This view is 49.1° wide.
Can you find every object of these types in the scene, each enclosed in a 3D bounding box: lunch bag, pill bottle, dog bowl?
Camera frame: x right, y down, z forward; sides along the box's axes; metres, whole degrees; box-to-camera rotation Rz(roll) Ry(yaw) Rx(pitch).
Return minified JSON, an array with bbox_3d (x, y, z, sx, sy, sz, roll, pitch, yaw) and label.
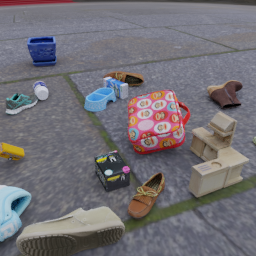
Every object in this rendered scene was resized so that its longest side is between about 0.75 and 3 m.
[{"bbox_3d":[1.184,-0.355,10.621,2.317,1.078,2.631,-14,41,14],"label":"lunch bag"},{"bbox_3d":[-4.447,-1.906,14.324,0.666,0.666,1.151,-12,35,-19],"label":"pill bottle"},{"bbox_3d":[-1.348,-1.450,13.756,1.088,0.484,1.952,15,34,24],"label":"dog bowl"}]

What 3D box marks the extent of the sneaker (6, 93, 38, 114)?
[{"bbox_3d":[-4.997,-1.320,13.212,0.696,0.818,1.794,15,34,23],"label":"sneaker"}]

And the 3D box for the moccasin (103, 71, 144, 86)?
[{"bbox_3d":[-0.246,-2.647,15.501,2.263,0.828,0.873,6,22,-8],"label":"moccasin"}]

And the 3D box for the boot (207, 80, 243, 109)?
[{"bbox_3d":[5.149,-1.594,13.958,2.101,0.760,1.748,-10,42,-14],"label":"boot"}]

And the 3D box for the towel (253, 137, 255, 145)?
[{"bbox_3d":[5.321,0.711,10.444,0.944,0.232,1.273,0,31,-2],"label":"towel"}]

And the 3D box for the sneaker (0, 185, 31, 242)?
[{"bbox_3d":[-3.320,2.420,6.838,1.181,1.066,2.883,0,32,9],"label":"sneaker"}]

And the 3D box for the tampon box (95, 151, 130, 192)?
[{"bbox_3d":[-0.518,1.361,8.946,0.808,0.681,1.079,-14,34,-21],"label":"tampon box"}]

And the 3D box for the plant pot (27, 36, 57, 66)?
[{"bbox_3d":[-5.619,-5.069,18.620,1.773,1.595,1.774,-7,32,-11],"label":"plant pot"}]

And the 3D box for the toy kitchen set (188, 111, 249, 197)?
[{"bbox_3d":[2.430,0.613,9.003,1.963,1.775,2.176,-12,33,-26],"label":"toy kitchen set"}]

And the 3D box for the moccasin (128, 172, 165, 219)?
[{"bbox_3d":[0.572,1.900,8.059,0.641,0.677,1.753,23,38,32],"label":"moccasin"}]

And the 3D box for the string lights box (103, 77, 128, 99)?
[{"bbox_3d":[-0.638,-2.087,14.542,1.440,0.740,0.424,27,40,36],"label":"string lights box"}]

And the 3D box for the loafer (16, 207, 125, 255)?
[{"bbox_3d":[-1.376,2.523,6.882,2.533,0.958,0.865,-1,29,-19],"label":"loafer"}]

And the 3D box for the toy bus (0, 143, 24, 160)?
[{"bbox_3d":[-4.099,0.797,9.500,0.430,1.098,0.357,-31,61,17],"label":"toy bus"}]
